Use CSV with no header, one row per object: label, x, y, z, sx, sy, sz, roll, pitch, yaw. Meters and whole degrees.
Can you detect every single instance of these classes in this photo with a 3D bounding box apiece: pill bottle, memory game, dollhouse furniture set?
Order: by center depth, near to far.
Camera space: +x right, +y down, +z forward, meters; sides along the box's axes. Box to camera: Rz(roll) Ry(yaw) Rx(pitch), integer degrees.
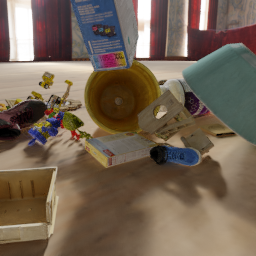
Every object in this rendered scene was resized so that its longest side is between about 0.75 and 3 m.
dollhouse furniture set,1.323,0.250,6.936,1.666,1.047,1.883,57,14,24
pill bottle,2.090,-1.090,9.879,2.346,1.319,1.319,-7,18,-20
memory game,-2.978,-0.941,11.496,2.196,0.140,2.196,0,17,0

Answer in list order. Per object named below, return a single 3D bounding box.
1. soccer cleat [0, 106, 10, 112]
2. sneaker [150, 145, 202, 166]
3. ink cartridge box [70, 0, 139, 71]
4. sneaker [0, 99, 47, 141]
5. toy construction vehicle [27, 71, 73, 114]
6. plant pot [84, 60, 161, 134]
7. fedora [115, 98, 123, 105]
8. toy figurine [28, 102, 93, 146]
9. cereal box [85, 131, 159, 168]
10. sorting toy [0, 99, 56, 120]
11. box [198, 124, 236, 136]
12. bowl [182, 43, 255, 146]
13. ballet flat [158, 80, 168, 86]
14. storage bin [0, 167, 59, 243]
soccer cleat,-4.165,-0.436,8.837,0.526,0.438,1.297,28,43,26
sneaker,0.923,0.583,5.779,0.603,0.416,1.084,-7,13,-42
ink cartridge box,-0.537,-2.979,6.553,1.032,2.705,1.845,-3,39,13
sneaker,-3.032,-0.124,7.832,2.160,0.817,1.248,-26,34,-36
toy construction vehicle,-2.826,-1.149,10.076,1.381,1.587,0.559,22,-7,27
plant pot,-0.227,-0.845,8.240,2.052,2.052,1.931,-2,2,-7
fedora,0.010,-1.035,9.924,2.034,0.918,1.799,-2,-11,32
toy figurine,-1.925,0.171,7.125,1.197,1.054,1.998,-41,32,-22
cereal box,-0.143,0.437,6.444,1.418,0.280,1.020,-11,25,-32
sorting toy,-3.294,-0.664,9.128,2.072,0.282,1.167,0,35,-49
box,2.604,0.050,8.187,0.737,0.096,0.901,-6,17,-19
bowl,2.855,-1.035,6.968,2.787,1.458,2.787,31,28,-19
ballet flat,1.540,-2.015,14.478,2.188,0.771,0.714,-18,50,-39
storage bin,-1.629,1.063,3.958,1.167,0.547,1.159,-2,16,-9
